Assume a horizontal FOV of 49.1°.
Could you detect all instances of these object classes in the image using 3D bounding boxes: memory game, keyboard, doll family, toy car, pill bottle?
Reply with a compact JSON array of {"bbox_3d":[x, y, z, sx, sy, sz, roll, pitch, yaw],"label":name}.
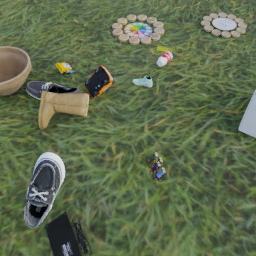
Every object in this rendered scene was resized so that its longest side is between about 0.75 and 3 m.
[{"bbox_3d":[0.519,-5.215,14.689,2.811,0.179,2.811,0,51,0],"label":"memory game"},{"bbox_3d":[-1.507,3.326,7.700,1.059,0.403,2.035,-34,56,3],"label":"keyboard"},{"bbox_3d":[0.908,1.297,9.157,0.381,0.561,0.971,27,33,-23],"label":"doll family"},{"bbox_3d":[-1.699,-2.408,11.776,2.734,1.341,0.910,40,29,20],"label":"toy car"},{"bbox_3d":[1.668,-3.142,12.831,0.430,0.430,0.765,31,57,23],"label":"pill bottle"},{"bbox_3d":[5.104,-5.506,14.946,2.408,0.153,2.408,0,50,0],"label":"memory game"}]

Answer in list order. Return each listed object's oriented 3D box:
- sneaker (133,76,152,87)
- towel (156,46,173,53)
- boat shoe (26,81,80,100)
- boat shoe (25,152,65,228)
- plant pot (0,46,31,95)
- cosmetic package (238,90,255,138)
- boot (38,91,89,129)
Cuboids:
[{"bbox_3d":[0.620,-2.062,11.894,0.875,0.516,0.322,13,53,12],"label":"sneaker"},{"bbox_3d":[1.780,-3.823,13.625,0.753,0.068,0.324,13,51,11],"label":"towel"},{"bbox_3d":[-3.011,-1.583,11.304,2.594,0.814,0.942,18,53,14],"label":"boat shoe"},{"bbox_3d":[-2.229,1.666,7.204,0.796,2.219,0.752,22,27,-6],"label":"boat shoe"},{"bbox_3d":[-5.194,-2.189,11.586,2.502,1.155,2.502,0,51,0],"label":"plant pot"},{"bbox_3d":[5.179,-1.018,9.964,1.333,2.168,2.161,26,55,22],"label":"cosmetic package"},{"bbox_3d":[-2.383,-0.619,10.416,1.727,0.571,1.512,6,91,-5],"label":"boot"}]
